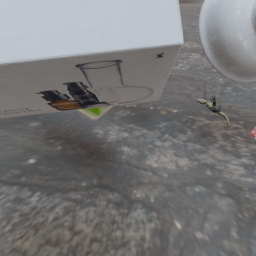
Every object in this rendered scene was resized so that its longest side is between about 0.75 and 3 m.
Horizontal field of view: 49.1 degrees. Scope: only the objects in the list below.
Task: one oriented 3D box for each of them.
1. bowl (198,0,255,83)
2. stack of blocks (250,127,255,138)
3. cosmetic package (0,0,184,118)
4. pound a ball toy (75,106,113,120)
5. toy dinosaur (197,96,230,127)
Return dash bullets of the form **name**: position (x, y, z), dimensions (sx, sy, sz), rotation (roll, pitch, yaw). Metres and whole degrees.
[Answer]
- **bowl**: position (3.083, -2.428, 6.594), dimensions (2.601, 2.601, 1.169), rotation (-11, 4, -19)
- **stack of blocks**: position (2.445, 0.200, 4.547), dimensions (0.777, 0.447, 0.228), rotation (49, 20, 22)
- **cosmetic package**: position (-1.002, -0.707, 3.301), dimensions (2.913, 0.753, 2.196), rotation (-6, -8, 1)
- **pound a ball toy**: position (-1.124, -1.491, 6.303), dimensions (2.750, 1.793, 1.168), rotation (29, 49, 19)
- **toy dinosaur**: position (1.797, -0.410, 5.756), dimensions (0.210, 0.390, 0.885), rotation (-37, 61, -8)
